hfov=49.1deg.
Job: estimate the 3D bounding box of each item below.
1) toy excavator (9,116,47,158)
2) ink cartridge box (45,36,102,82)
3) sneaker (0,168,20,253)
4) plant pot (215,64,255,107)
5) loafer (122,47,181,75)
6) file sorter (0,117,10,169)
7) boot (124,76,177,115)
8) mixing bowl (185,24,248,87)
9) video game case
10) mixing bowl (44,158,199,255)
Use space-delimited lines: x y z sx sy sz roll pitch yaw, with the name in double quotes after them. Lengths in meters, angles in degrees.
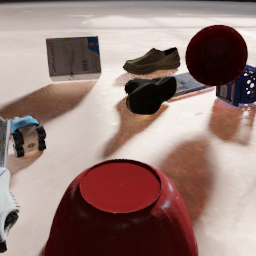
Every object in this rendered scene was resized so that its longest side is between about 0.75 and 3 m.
-2.446 0.036 6.490 0.676 1.317 1.354 -18 62 -28 "toy excavator"
-1.908 -2.395 9.915 1.781 1.311 1.288 -5 1 -10 "ink cartridge box"
-2.036 1.312 4.517 0.588 0.606 1.661 4 37 -12 "sneaker"
3.355 -1.324 8.705 0.992 1.103 1.103 -21 35 -20 "plant pot"
0.986 -2.815 11.502 2.683 0.905 1.020 -16 33 -26 "loafer"
-3.202 0.276 5.165 1.595 0.993 1.107 -9 65 3 "file sorter"
0.260 -1.026 8.565 1.617 0.906 2.338 10 22 35 "boot"
2.550 -2.126 8.138 1.685 1.685 0.913 9 23 15 "mixing bowl"
1.902 -1.587 10.046 2.043 0.184 1.463 -17 34 -28 "video game case"
-0.083 1.233 3.914 2.259 1.223 2.259 0 30 0 "mixing bowl"
